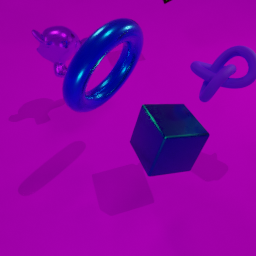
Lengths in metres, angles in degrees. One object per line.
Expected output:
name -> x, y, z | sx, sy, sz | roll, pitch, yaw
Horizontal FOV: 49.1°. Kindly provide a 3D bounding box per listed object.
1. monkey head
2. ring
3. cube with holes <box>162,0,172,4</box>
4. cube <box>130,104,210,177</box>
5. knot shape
monkey head -> -1.746, -2.035, 7.359 | 1.688, 1.017, 1.214 | -6, 67, -40
ring -> -0.440, -1.150, 5.419 | 0.412, 2.061, 2.061 | 40, 61, 12
cube with holes -> 1.273, -4.630, 8.692 | 0.860, 0.860, 0.860 | -25, 58, 9
cube -> 0.821, 0.224, 5.910 | 1.080, 1.080, 1.080 | -3, 41, -25
knot shape -> 2.148, -1.244, 6.173 | 1.396, 0.689, 1.492 | -19, 34, 21
